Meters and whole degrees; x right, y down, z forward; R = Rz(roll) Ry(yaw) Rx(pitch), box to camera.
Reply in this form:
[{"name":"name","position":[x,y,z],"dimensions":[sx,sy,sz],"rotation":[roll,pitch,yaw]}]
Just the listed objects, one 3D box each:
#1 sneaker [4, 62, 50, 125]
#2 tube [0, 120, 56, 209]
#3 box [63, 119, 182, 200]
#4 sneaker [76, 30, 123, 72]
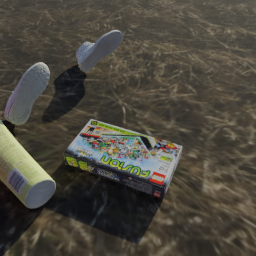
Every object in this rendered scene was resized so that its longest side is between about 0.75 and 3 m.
[{"name":"sneaker","position":[-2.950,-1.047,7.984],"dimensions":[0.773,0.734,1.921],"rotation":[22,80,48]},{"name":"tube","position":[-2.836,0.713,6.615],"dimensions":[2.939,0.763,0.853],"rotation":[32,25,31]},{"name":"box","position":[-0.101,0.672,6.858],"dimensions":[2.543,0.441,1.400],"rotation":[16,45,16]},{"name":"sneaker","position":[-1.128,-2.995,10.148],"dimensions":[1.922,0.708,1.110],"rotation":[-37,44,9]}]
